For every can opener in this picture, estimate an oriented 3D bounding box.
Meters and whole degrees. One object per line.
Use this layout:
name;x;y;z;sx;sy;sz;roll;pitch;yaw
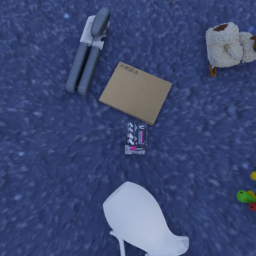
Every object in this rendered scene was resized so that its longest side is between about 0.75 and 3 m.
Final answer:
can opener;-1.261;-2.438;8.767;0.753;0.951;2.861;14;77;3

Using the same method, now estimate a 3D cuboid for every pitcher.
pitcher;0.182;2.576;7.011;1.792;1.267;2.089;-42;88;1

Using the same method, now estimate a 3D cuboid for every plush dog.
plush dog;3.306;-2.377;8.478;1.666;1.940;1.556;-3;105;9

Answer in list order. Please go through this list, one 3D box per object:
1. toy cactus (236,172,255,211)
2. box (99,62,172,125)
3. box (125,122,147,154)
toy cactus;4.111;1.981;7.298;2.308;1.180;1.905;-7;81;-11
box;0.239;-1.096;8.655;1.830;0.195;1.496;24;74;7
box;0.213;0.309;7.755;0.591;1.031;0.681;1;72;0
